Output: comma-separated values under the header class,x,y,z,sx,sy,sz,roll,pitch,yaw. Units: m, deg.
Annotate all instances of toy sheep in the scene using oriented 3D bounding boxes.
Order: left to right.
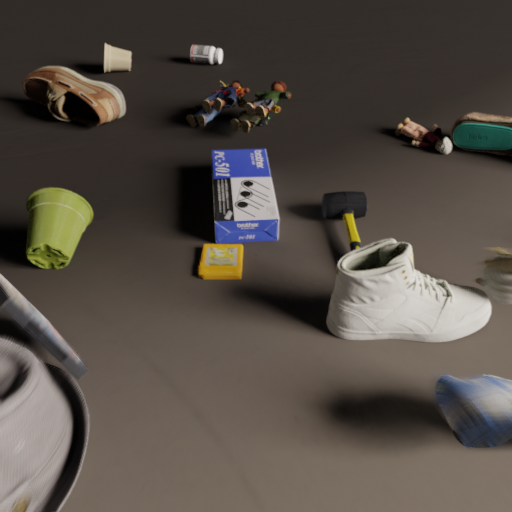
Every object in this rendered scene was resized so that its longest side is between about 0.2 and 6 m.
class,x,y,z,sx,sy,sz,roll,pitch,yaw
toy sheep,3.656,0.337,8.157,0.756,1.097,0.756,-3,57,5

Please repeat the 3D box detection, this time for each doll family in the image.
class,x,y,z,sx,sy,sz,roll,pitch,yaw
doll family,-0.396,-3.505,12.887,2.593,1.018,1.499,16,48,22

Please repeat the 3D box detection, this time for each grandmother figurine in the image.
class,x,y,z,sx,sy,sz,roll,pitch,yaw
grandmother figurine,3.753,-2.613,12.321,0.778,0.388,1.283,-45,56,-6

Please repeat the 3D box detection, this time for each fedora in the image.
class,x,y,z,sx,sy,sz,roll,pitch,yaw
fedora,-3.405,2.009,6.089,3.096,1.398,2.738,-30,49,-31

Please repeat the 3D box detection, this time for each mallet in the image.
class,x,y,z,sx,sy,sz,roll,pitch,yaw
mallet,1.544,-0.261,9.529,0.806,0.504,2.449,3,44,3

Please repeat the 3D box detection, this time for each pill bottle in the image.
class,x,y,z,sx,sy,sz,roll,pitch,yaw
pill bottle,-1.405,-5.641,15.741,0.842,0.488,0.488,9,41,10

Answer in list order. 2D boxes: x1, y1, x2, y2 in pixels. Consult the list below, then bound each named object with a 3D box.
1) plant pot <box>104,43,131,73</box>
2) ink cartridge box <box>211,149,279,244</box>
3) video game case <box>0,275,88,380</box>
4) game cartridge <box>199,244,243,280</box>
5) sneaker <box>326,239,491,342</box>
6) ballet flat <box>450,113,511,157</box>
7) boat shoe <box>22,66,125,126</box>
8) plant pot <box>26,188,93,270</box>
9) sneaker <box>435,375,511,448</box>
class,x,y,z,sx,sy,sz,roll,pitch,yaw
plant pot,-3.781,-5.354,15.289,0.706,0.771,0.771,2,39,-14
ink cartridge box,-0.259,-1.191,10.499,1.118,0.526,2.379,-3,41,-5
video game case,-2.952,0.769,7.232,0.208,1.475,1.633,-44,39,-17
game cartridge,-0.579,0.092,9.306,0.693,0.127,0.786,0,39,1
sneaker,2.273,0.453,7.905,2.451,1.417,0.903,-4,39,-6
ballet flat,5.640,-2.530,11.784,2.923,0.995,0.983,19,35,19
boat shoe,-4.428,-3.704,13.088,2.772,1.049,0.995,16,45,20
plant pot,-3.343,-0.370,9.285,1.102,1.102,1.046,-1,53,-2
sneaker,3.071,1.750,6.629,2.055,0.778,0.792,11,25,-20
